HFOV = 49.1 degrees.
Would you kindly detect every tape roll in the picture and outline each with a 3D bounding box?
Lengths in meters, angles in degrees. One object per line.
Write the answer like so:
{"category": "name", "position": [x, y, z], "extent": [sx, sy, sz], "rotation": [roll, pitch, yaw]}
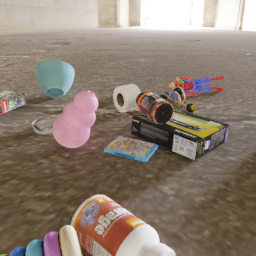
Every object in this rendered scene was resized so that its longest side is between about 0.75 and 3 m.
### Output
{"category": "tape roll", "position": [-0.025, -1.262, 11.860], "extent": [0.760, 1.108, 1.108], "rotation": [-15, 29, -31]}

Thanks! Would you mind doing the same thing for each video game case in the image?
{"category": "video game case", "position": [0.107, 0.633, 8.904], "extent": [1.434, 0.128, 1.026], "rotation": [12, 27, 22]}

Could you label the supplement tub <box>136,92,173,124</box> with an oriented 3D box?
{"category": "supplement tub", "position": [0.799, -0.718, 9.154], "extent": [0.771, 0.771, 1.442], "rotation": [-12, 29, -24]}

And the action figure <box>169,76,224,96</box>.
{"category": "action figure", "position": [3.507, -2.090, 13.752], "extent": [2.929, 0.956, 1.450], "rotation": [-5, 13, -11]}

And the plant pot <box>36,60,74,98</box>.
{"category": "plant pot", "position": [-3.505, -2.212, 13.480], "extent": [1.845, 1.845, 1.243], "rotation": [-3, 64, -7]}

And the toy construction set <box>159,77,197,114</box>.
{"category": "toy construction set", "position": [2.118, -1.089, 11.560], "extent": [1.543, 1.422, 1.850], "rotation": [-36, 19, 42]}

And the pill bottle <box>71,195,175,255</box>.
{"category": "pill bottle", "position": [-0.110, 1.997, 4.932], "extent": [1.786, 1.002, 1.002], "rotation": [22, 33, 39]}

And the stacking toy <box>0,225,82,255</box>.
{"category": "stacking toy", "position": [-1.935, 2.409, 4.279], "extent": [2.527, 1.079, 1.079], "rotation": [-15, 28, -14]}

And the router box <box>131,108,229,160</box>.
{"category": "router box", "position": [1.718, 0.045, 9.413], "extent": [2.576, 0.673, 2.026], "rotation": [22, 29, 39]}

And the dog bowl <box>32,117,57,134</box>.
{"category": "dog bowl", "position": [-2.993, -0.079, 10.267], "extent": [0.995, 0.292, 0.995], "rotation": [0, 24, 0]}

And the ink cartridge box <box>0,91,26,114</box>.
{"category": "ink cartridge box", "position": [-5.566, -1.060, 12.095], "extent": [1.122, 0.519, 2.059], "rotation": [10, 26, 22]}

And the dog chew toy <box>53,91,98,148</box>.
{"category": "dog chew toy", "position": [-1.573, -0.312, 8.776], "extent": [1.182, 1.898, 1.182], "rotation": [27, 20, -10]}
